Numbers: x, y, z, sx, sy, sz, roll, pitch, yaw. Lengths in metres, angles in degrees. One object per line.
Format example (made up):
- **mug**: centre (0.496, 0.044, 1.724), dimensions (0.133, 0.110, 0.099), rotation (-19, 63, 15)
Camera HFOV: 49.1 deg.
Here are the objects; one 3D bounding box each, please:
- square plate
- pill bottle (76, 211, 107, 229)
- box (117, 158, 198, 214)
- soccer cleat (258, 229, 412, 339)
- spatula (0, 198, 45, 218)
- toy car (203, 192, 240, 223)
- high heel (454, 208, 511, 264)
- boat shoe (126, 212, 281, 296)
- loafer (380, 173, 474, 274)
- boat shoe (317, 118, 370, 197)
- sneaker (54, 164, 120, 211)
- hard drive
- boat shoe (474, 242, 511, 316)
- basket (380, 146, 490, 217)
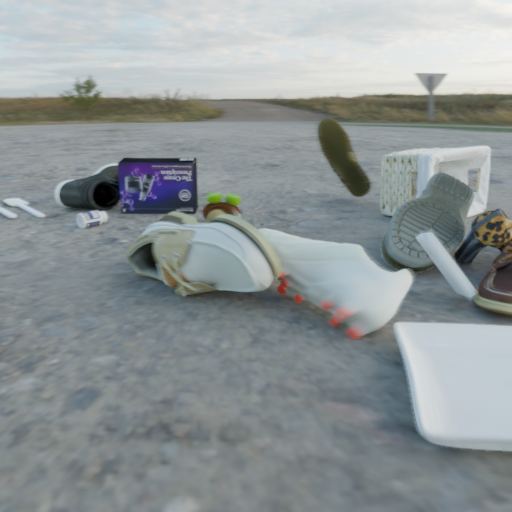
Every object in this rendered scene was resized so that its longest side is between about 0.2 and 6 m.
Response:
- **square plate**: centre (2.699, 1.304, 5.632), dimensions (2.399, 0.341, 2.377), rotation (2, 16, 7)
- **pill bottle**: centre (-3.695, -0.831, 12.629), dimensions (0.348, 0.348, 0.626), rotation (15, 22, 40)
- **box**: centre (-2.416, -1.740, 13.942), dimensions (1.855, 1.309, 0.732), rotation (0, 21, 0)
- **soccer cleat**: centre (0.933, 0.180, 7.884), dimensions (1.078, 0.963, 2.779), rotation (-41, 39, -14)
- **spatula**: centre (-6.467, -1.138, 13.998), dimensions (1.797, 0.207, 2.584), rotation (-6, 18, -38)
- **toy car**: centre (-0.696, -0.707, 11.311), dimensions (0.775, 0.806, 0.982), rotation (5, 29, -7)
- **high heel**: centre (4.551, -0.459, 9.504), dimensions (2.078, 1.481, 0.742), rotation (-12, 63, -8)
- **boat shoe**: centre (-0.900, 0.093, 8.386), dimensions (1.119, 1.223, 3.273), rotation (-36, 23, -25)
- **loafer**: centre (3.199, -0.452, 10.476), dimensions (1.245, 1.153, 3.310), rotation (35, 41, 16)
- **boat shoe**: centre (2.269, -2.552, 14.880), dimensions (0.804, 2.249, 0.739), rotation (-30, -1, 1)
- **sneaker**: centre (-3.862, -1.794, 14.923), dimensions (1.337, 0.953, 2.695), rotation (12, 26, 29)
- **hard drive**: centre (2.736, 0.117, 8.122), dimensions (0.137, 1.042, 0.687), rotation (-37, -2, 4)
- **boat shoe**: centre (3.947, 0.149, 8.378), dimensions (0.948, 0.946, 2.627), rotation (12, 21, 35)
- **basket**: centre (4.282, -1.784, 13.525), dimensions (2.464, 1.670, 1.520), rotation (-13, 19, -36)
